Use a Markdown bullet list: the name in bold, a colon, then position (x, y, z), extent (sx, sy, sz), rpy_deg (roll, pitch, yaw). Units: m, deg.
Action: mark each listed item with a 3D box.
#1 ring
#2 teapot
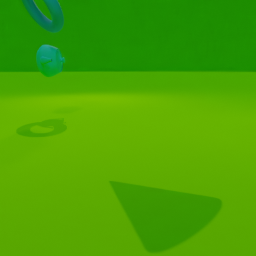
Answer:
- **ring**: position (-2.471, -3.480, 7.963), extent (1.643, 1.643, 0.329), rpy_deg (15, 54, 49)
- **teapot**: position (-2.244, -1.977, 8.250), extent (0.736, 0.935, 1.504), rpy_deg (-2, 12, 3)
